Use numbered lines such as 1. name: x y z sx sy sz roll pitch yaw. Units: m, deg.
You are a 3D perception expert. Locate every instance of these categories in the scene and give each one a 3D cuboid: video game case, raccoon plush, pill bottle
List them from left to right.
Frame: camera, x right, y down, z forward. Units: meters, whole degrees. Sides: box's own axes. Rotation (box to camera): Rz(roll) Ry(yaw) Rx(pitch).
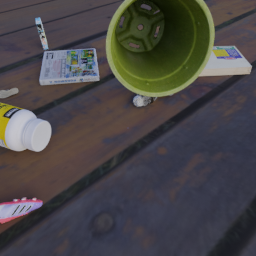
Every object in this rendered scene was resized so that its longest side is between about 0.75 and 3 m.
1. pill bottle: -3.389 -0.030 8.077 2.181 1.214 1.214 15 43 15
2. video game case: -2.429 -2.627 11.747 2.290 0.276 2.512 -5 41 -6
3. raccoon plush: 0.823 -1.866 10.339 2.382 1.152 1.596 -23 38 -24

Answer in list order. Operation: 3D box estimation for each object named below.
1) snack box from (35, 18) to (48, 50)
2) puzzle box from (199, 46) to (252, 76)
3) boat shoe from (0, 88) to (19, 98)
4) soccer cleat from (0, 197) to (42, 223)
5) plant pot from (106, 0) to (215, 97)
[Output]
1. snack box: -3.992 -4.370 12.987 0.231 1.245 0.723 -14 43 -9
2. puzzle box: 3.454 -2.868 11.935 2.953 0.375 1.964 -3 41 -3
3. boat shoe: -4.418 -1.263 10.284 0.812 0.295 0.255 -17 1 -11
4. soccer cleat: -2.710 1.936 6.502 1.403 0.468 0.536 -3 81 -17
5. plant pot: 0.508 -2.216 6.606 2.281 2.281 2.166 -6 31 -7
